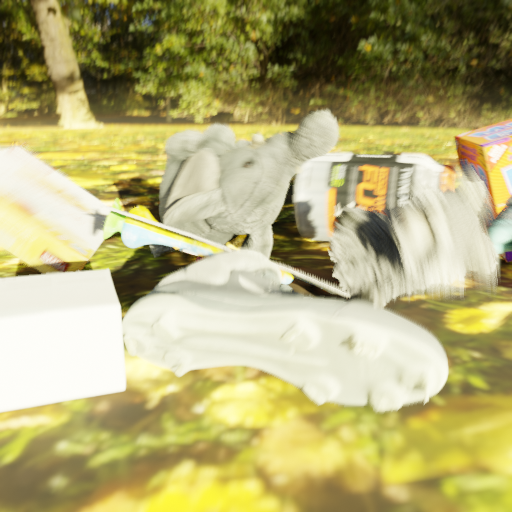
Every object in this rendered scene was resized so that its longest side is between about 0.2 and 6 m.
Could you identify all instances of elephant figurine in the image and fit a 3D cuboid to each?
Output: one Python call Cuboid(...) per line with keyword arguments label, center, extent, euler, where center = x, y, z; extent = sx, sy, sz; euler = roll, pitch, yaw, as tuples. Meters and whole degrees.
Cuboid(label="elephant figurine", center=(-0.350, -0.836, 7.765), extent=(2.075, 2.275, 2.932), euler=(-9, 19, -17))

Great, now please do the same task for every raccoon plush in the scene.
Cuboid(label="raccoon plush", center=(2.030, -0.238, 6.525), extent=(1.740, 1.257, 2.597), euler=(-18, 2, 35))

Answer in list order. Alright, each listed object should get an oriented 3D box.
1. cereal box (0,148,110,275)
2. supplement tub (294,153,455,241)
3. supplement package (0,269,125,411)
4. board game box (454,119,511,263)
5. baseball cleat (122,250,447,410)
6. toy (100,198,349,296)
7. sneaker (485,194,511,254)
Cuboid(label="cereal box", center=(-3.340, -0.739, 8.645), extent=(2.138, 0.587, 2.972), euler=(35, 10, -14))
Cuboid(label="supplement tub", center=(2.040, -0.968, 9.602), extent=(2.540, 1.556, 1.556), euler=(4, 16, 19))
Cuboid(label="supplement package", center=(-1.816, 0.702, 5.132), extent=(1.079, 0.830, 1.129), euler=(-5, 17, -18))
Cuboid(label="board game box", center=(4.461, -1.215, 8.930), extent=(1.832, 1.833, 1.834), euler=(-16, 15, 10))
Cuboid(label="baseball cleat", center=(0.235, 0.484, 5.138), extent=(2.959, 1.032, 1.575), euler=(6, 35, 20))
Cuboid(label="toy", center=(-0.482, 0.146, 6.694), extent=(2.820, 0.666, 1.624), euler=(23, -1, -8))
Cuboid(label="sneaker", center=(3.955, 0.189, 6.764), extent=(1.090, 0.980, 2.525), euler=(-44, 55, -7))
